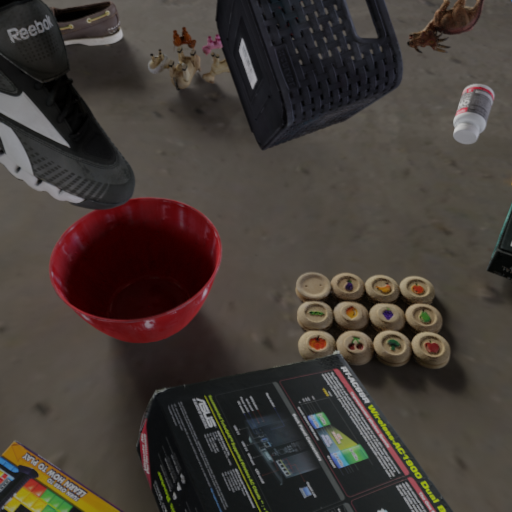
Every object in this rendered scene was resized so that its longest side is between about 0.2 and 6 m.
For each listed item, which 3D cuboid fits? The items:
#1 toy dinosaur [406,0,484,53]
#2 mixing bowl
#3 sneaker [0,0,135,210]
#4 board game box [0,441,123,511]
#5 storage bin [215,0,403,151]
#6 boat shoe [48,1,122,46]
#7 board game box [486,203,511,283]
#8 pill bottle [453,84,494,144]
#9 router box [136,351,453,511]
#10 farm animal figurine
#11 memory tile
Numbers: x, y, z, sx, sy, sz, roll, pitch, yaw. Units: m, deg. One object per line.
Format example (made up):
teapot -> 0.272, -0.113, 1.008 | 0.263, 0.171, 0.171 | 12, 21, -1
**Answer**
toy dinosaur -> 2.556, -3.008, 7.250 | 1.068, 0.458, 0.723 | -3, 69, 50
mixing bowl -> -1.513, 0.360, 7.520 | 2.169, 1.175, 2.169 | 0, 46, 0
sneaker -> -2.765, -2.104, 6.645 | 3.790, 1.715, 1.259 | 45, 42, -18
board game box -> -1.971, 3.285, 5.072 | 2.601, 0.738, 2.150 | 22, 49, 20
storage bin -> 0.431, -2.364, 6.390 | 1.251, 1.805, 2.669 | -20, 6, -3
boat shoe -> -4.649, -5.449, 13.208 | 2.829, 0.842, 1.016 | -7, 47, -7
board game box -> 5.575, -0.700, 8.906 | 2.743, 0.571, 4.055 | 24, 51, 19
pill bottle -> 2.656, -1.731, 6.887 | 0.381, 0.381, 0.689 | 17, 70, 16
router box -> 0.540, 2.492, 5.149 | 2.347, 0.973, 3.132 | -4, 44, -33
farm animal figurine -> -1.328, -4.112, 12.074 | 1.525, 0.795, 1.508 | 33, 67, 18
memory tile -> 1.566, 0.844, 7.757 | 2.013, 0.169, 1.543 | 1, 47, 2
